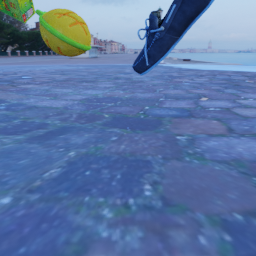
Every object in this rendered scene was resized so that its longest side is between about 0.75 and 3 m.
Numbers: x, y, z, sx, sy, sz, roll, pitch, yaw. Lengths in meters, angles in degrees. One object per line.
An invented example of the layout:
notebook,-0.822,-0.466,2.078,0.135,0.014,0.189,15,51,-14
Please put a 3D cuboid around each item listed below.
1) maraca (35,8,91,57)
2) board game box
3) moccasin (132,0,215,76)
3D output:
maraca,-1.953,-2.962,8.436,1.625,1.268,2.370,19,25,-43
board game box,-3.018,-3.711,6.758,1.090,2.146,0.511,29,64,8
moccasin,0.856,-2.423,6.484,0.903,2.648,1.065,32,30,-17
